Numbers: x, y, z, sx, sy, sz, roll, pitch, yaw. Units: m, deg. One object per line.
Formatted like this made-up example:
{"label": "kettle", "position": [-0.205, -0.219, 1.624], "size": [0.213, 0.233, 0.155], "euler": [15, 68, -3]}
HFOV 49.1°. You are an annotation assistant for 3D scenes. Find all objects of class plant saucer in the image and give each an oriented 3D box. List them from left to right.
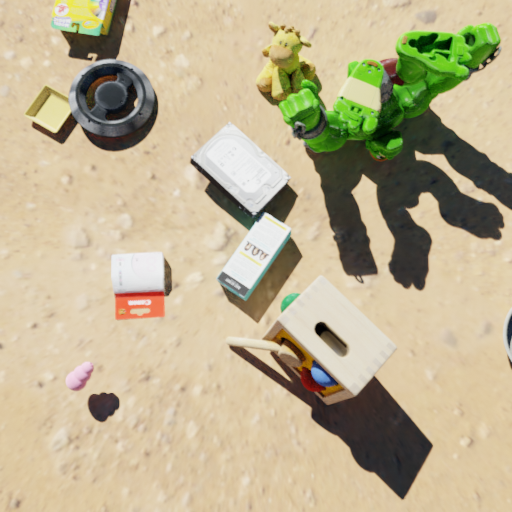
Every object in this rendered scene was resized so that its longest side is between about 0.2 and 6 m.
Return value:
{"label": "plant saucer", "position": [-4.316, -3.072, 11.838], "size": [0.832, 0.202, 0.832], "euler": [30, 80, 7]}

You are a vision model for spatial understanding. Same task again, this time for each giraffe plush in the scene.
{"label": "giraffe plush", "position": [0.640, -4.123, 11.537], "size": [1.289, 1.211, 1.494], "euler": [1, 78, 0]}

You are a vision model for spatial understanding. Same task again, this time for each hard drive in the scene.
{"label": "hard drive", "position": [-0.312, -1.728, 11.266], "size": [1.725, 0.326, 1.205], "euler": [44, 69, 2]}

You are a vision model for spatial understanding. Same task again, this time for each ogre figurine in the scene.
{"label": "ogre figurine", "position": [2.384, -3.032, 10.696], "size": [4.055, 2.431, 1.990], "euler": [-42, 85, -7]}

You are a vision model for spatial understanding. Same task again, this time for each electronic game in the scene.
{"label": "electronic game", "position": [-3.035, -3.317, 11.794], "size": [1.770, 0.368, 1.770], "euler": [1, 78, -6]}

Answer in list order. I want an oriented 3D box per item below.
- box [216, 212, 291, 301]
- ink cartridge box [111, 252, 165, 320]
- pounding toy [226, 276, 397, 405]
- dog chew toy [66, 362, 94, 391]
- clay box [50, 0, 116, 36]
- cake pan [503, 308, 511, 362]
{"label": "box", "position": [-0.026, 0.012, 11.054], "size": [0.681, 0.407, 1.656], "euler": [33, 80, 13]}
{"label": "ink cartridge box", "position": [-2.315, 0.582, 11.028], "size": [1.022, 0.359, 1.257], "euler": [-3, 74, -1]}
{"label": "pounding toy", "position": [0.864, 1.584, 10.065], "size": [2.252, 2.073, 1.601], "euler": [44, 70, 8]}
{"label": "dog chew toy", "position": [-3.208, 2.192, 10.272], "size": [0.377, 0.377, 0.605], "euler": [42, 100, 8]}
{"label": "clay box", "position": [-3.681, -5.650, 12.234], "size": [1.140, 0.472, 1.984], "euler": [10, 78, 2]}
{"label": "cake pan", "position": [5.587, 1.587, 10.794], "size": [1.765, 0.324, 1.765], "euler": [0, 78, 0]}
